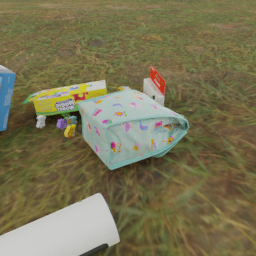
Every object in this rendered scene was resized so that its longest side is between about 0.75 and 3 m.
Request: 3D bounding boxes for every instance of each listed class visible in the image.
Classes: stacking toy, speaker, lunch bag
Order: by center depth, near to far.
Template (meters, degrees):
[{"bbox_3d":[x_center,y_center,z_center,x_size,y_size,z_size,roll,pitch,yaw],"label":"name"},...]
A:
[{"bbox_3d":[-1.274,1.841,4.405,2.164,0.879,0.879,-20,37,-17],"label":"speaker"},{"bbox_3d":[0.124,-0.114,7.122,2.271,1.385,1.935,-15,29,-25],"label":"lunch bag"},{"bbox_3d":[-1.748,-0.134,8.139,1.131,0.352,1.500,16,17,21],"label":"stacking toy"}]

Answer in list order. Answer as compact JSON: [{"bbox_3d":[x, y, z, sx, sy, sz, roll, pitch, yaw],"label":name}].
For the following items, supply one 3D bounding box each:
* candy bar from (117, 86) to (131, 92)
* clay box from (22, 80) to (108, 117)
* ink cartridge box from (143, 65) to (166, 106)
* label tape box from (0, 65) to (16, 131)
[{"bbox_3d":[0.172,-0.993,9.573,0.507,0.225,2.033,-6,32,-22],"label":"candy bar"},{"bbox_3d":[-1.895,-0.936,8.888,2.516,0.599,1.446,-11,20,-2],"label":"clay box"},{"bbox_3d":[0.836,-1.296,9.069,0.264,1.053,1.213,-13,42,-13],"label":"ink cartridge box"},{"bbox_3d":[-3.849,-0.858,7.971,2.408,1.736,0.762,28,18,39],"label":"label tape box"}]
